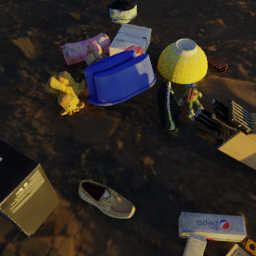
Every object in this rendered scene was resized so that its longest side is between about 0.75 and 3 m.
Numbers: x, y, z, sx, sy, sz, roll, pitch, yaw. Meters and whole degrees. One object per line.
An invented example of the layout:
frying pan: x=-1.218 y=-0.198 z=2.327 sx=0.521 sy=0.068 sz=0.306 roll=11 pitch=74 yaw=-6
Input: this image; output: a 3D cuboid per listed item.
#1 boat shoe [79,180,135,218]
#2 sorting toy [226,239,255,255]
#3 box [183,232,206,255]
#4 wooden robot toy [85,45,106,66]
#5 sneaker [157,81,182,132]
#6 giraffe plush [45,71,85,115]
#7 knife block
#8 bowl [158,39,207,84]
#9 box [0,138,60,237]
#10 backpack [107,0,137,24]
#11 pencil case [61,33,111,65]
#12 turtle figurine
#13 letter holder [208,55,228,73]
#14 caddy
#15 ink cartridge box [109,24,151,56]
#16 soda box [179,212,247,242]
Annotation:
boat shoe: x=-0.703 y=2.183 z=8.671 sx=1.942 sy=0.645 sz=0.719 roll=18 pitch=55 yaw=14
sorting toy: x=3.078 y=3.858 z=7.664 sx=1.741 sy=0.237 sz=0.980 roll=-36 pitch=65 yaw=-24
box: x=1.765 y=3.392 z=7.591 sx=0.458 sy=0.375 sz=0.964 roll=18 pitch=94 yaw=11
wooden robot toy: x=-1.538 y=-3.077 z=11.688 sx=0.712 sy=0.734 sz=1.617 roll=-30 pitch=10 yaw=20
sneaker: x=1.611 y=-0.811 z=10.587 sx=0.792 sy=0.686 sz=1.914 roll=-4 pitch=94 yaw=-24
giraffe plush: x=-2.396 y=-1.233 z=11.095 sx=1.629 sy=1.405 sz=1.321 roll=13 pitch=56 yaw=-35
knife block: x=3.466 y=0.381 z=9.078 sx=2.584 sy=2.943 sz=0.942 roll=-3 pitch=44 yaw=22
bowl: x=2.475 y=-3.184 z=12.427 sx=2.274 sy=1.224 sz=2.274 roll=0 pitch=52 yaw=1
box: x=-3.634 y=1.497 z=8.063 sx=2.688 sy=2.448 sz=1.399 roll=28 pitch=57 yaw=20
backpack: x=-0.233 y=-6.129 z=14.796 sx=1.359 sy=0.999 sz=1.244 roll=19 pitch=53 yaw=23
pencil case: x=-1.922 y=-3.658 z=12.943 sx=2.238 sy=0.979 sz=0.979 roll=-22 pitch=56 yaw=-17
turtle figurine: x=2.541 y=-1.048 z=11.258 sx=0.942 sy=1.308 sz=1.269 roll=-4 pitch=70 yaw=-31
letter holder: x=4.009 y=-2.857 z=12.698 sx=0.560 sy=0.396 sz=0.788 roll=-26 pitch=57 yaw=-16
caddy: x=-0.309 y=-1.925 z=11.309 sx=2.976 sy=1.562 sz=2.104 roll=-29 pitch=34 yaw=-20
ink cartridge box: x=0.125 y=-3.915 z=13.207 sx=1.458 sy=0.850 sz=2.015 roll=14 pitch=54 yaw=11
soda box: x=2.416 y=2.886 z=8.155 sx=1.803 sy=0.615 sz=0.572 roll=3 pitch=53 yaw=3
